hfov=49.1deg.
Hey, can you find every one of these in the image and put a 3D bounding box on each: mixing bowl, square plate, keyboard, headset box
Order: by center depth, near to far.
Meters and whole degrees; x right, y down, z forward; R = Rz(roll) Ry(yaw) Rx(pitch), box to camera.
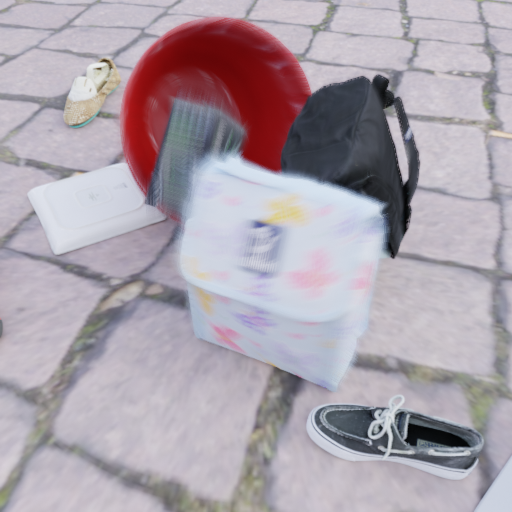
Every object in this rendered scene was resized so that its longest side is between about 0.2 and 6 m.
[{"bbox_3d":[3.529,2.579,6.709,0.854,0.162,3.033,29,49,35],"label":"keyboard"},{"bbox_3d":[-0.886,-1.466,8.741,0.788,1.699,1.479,18,6,13],"label":"headset box"},{"bbox_3d":[-0.843,-2.296,9.895,3.394,3.394,1.838,-17,22,-18],"label":"mixing bowl"},{"bbox_3d":[-3.041,-1.030,10.524,2.090,0.300,2.110,-21,47,-21],"label":"square plate"}]

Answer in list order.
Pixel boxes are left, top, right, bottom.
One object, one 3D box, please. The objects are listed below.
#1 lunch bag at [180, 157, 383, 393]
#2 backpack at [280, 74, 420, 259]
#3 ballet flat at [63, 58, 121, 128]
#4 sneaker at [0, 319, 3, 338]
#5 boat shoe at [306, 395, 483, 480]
[{"bbox_3d":[0.302,0.192,7.362,2.316,2.731,1.736,19,45,19],"label":"lunch bag"},{"bbox_3d":[1.458,-1.110,8.668,1.700,2.686,2.242,10,65,33],"label":"backpack"},{"bbox_3d":[-3.991,-4.005,13.375,0.892,0.826,2.529,2,42,8],"label":"ballet flat"},{"bbox_3d":[-4.603,0.233,8.329,0.853,1.369,2.554,-23,47,-24],"label":"sneaker"},{"bbox_3d":[1.642,2.121,6.758,2.054,0.701,0.758,14,44,15],"label":"boat shoe"}]
